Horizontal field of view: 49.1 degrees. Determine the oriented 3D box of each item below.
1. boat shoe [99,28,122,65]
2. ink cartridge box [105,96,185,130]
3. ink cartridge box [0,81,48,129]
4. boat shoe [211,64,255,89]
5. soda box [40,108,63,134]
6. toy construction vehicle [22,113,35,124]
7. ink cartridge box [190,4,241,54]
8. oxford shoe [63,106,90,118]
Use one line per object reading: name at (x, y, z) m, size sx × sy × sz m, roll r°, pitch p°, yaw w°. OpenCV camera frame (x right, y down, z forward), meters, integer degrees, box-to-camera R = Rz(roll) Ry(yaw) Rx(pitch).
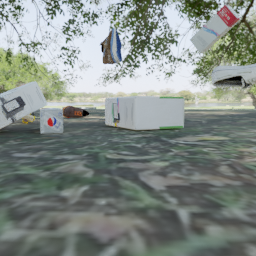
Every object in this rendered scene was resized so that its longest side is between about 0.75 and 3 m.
boat shoe at (-0.692, -3.143, 10.672) m, size 0.762 × 0.760 × 2.104 m, roll -16°, pitch 40°, yaw 12°
ink cartridge box at (0.448, -0.533, 9.289) m, size 1.740 × 1.009 × 2.403 m, roll -2°, pitch 5°, yaw -26°
ink cartridge box at (-3.293, -0.550, 7.568) m, size 1.763 × 0.735 × 1.280 m, roll -34°, pitch 22°, yaw -29°
boat shoe at (3.180, -1.362, 7.602) m, size 1.767 × 0.581 × 0.636 m, roll 5°, pitch -31°, yaw 16°
soda box at (-2.234, -0.248, 8.155) m, size 0.606 × 0.652 × 1.910 m, roll -2°, pitch 6°, yaw -16°
toy construction vehicle at (-4.468, -0.509, 11.193) m, size 1.484 × 0.600 × 1.705 m, roll 24°, pitch 0°, yaw -31°
ink cartridge box at (3.059, -3.456, 9.837) m, size 1.591 × 0.659 × 1.159 m, roll -41°, pitch -2°, yaw 32°
oxford shoe at (-2.982, -0.914, 16.041) m, size 0.703 × 0.690 × 1.938 m, roll 9°, pitch 9°, yaw 30°
